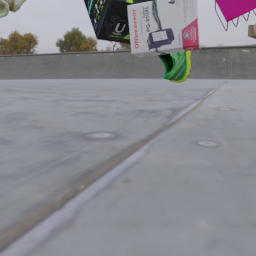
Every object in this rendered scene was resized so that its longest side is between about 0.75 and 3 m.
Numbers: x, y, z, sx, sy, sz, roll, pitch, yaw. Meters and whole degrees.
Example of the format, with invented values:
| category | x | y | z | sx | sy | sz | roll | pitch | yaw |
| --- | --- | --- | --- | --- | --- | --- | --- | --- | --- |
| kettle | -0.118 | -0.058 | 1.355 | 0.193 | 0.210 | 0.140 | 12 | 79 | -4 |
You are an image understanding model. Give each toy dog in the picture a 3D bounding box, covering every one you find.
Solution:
| category | x | y | z | sx | sy | sz | roll | pitch | yaw |
| --- | --- | --- | --- | --- | --- | --- | --- | --- | --- |
| toy dog | -1.870 | -1.919 | 4.030 | 1.005 | 0.723 | 1.036 | -21 | 24 | 25 |

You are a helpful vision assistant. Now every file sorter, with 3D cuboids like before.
| category | x | y | z | sx | sy | sz | roll | pitch | yaw |
| --- | --- | --- | --- | --- | --- | --- | --- | --- | --- |
| file sorter | 2.502 | -2.715 | 6.141 | 1.030 | 0.716 | 0.646 | -24 | -15 | 12 |

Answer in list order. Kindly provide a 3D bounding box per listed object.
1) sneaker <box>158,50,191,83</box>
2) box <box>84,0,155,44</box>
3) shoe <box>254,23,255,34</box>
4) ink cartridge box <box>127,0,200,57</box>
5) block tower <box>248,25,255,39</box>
| category | x | y | z | sx | sy | sz | roll | pitch | yaw |
| --- | --- | --- | --- | --- | --- | --- | --- | --- | --- |
| sneaker | 1.172 | -2.145 | 7.238 | 0.806 | 1.928 | 0.714 | -4 | 2 | -17 |
| box | -0.234 | -3.359 | 7.419 | 1.455 | 1.959 | 1.217 | -3 | -33 | -27 |
| shoe | 2.635 | -1.739 | 5.196 | 0.463 | 1.297 | 0.590 | 38 | -24 | -14 |
| ink cartridge box | 0.546 | -1.520 | 4.249 | 1.020 | 0.739 | 0.430 | -3 | 8 | 18 |
| block tower | 3.995 | -2.940 | 8.607 | 0.334 | 0.358 | 1.237 | 9 | 17 | 34 |
